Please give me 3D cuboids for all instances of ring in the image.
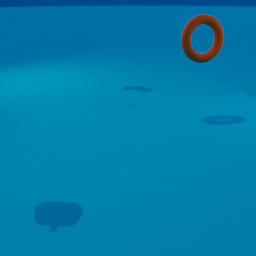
[{"bbox_3d":[2.169,-2.579,8.124,1.343,1.343,0.269,-7,19,-15],"label":"ring"}]
